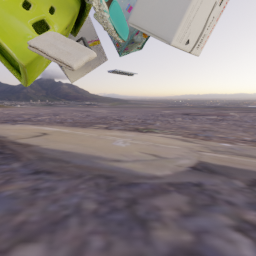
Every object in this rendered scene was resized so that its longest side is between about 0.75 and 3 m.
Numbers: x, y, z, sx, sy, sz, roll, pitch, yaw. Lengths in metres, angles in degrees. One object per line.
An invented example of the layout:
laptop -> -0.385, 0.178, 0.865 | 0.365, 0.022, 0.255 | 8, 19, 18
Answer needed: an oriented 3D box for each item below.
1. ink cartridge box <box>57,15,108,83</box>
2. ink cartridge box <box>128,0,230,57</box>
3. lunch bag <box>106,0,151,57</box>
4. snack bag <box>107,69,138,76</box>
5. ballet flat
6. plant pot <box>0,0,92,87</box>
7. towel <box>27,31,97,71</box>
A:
ink cartridge box -> -1.882, -2.852, 8.896 | 1.524, 1.531, 2.087 | -35, -34, -6
ink cartridge box -> 1.461, -3.020, 6.823 | 1.189, 2.105, 2.868 | 33, 21, 18
lunch bag -> 0.057, -3.603, 9.069 | 1.232, 1.721, 2.020 | -25, -8, -25
snack bag -> -0.232, -2.436, 12.425 | 1.138, 0.129, 1.207 | 6, 5, -23
ballet flat -> -0.497, -2.308, 5.182 | 0.577, 0.577, 1.609 | 3, -37, 32
plant pot -> -2.266, -2.706, 6.132 | 2.319, 2.543, 2.556 | -46, 13, -15
towel -> -0.952, -1.111, 4.031 | 0.856, 0.148, 0.567 | 29, 45, 12
